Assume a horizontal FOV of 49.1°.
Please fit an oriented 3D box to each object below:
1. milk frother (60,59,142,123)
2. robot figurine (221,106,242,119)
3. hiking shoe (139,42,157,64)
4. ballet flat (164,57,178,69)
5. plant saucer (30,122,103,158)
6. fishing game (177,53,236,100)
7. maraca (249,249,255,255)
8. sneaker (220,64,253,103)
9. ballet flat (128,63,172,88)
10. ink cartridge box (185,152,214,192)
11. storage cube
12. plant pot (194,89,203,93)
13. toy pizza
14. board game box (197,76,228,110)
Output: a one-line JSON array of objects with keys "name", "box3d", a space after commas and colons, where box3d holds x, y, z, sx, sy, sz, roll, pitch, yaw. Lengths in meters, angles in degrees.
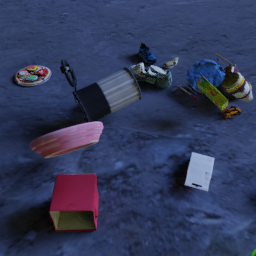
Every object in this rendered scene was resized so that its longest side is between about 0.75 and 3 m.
[{"name": "milk frother", "box3d": [-1.120, -1.804, 10.963, 2.318, 2.464, 2.224, -28, 31, -12]}, {"name": "robot figurine", "box3d": [4.346, -0.662, 11.712, 0.806, 0.235, 0.584, -13, 46, -12]}, {"name": "hiking shoe", "box3d": [1.008, -3.907, 14.729, 0.562, 0.655, 1.511, -23, 49, -22]}, {"name": "ballet flat", "box3d": [2.279, -3.301, 14.398, 1.089, 0.384, 0.355, -33, 79, -26]}, {"name": "plant saucer", "box3d": [-1.851, 0.424, 8.842, 2.327, 2.327, 0.590, -17, 85, -17]}, {"name": "fishing game", "box3d": [3.439, -2.313, 12.533, 2.415, 0.375, 1.729, -45, 58, -6]}, {"name": "maraca", "box3d": [3.948, 3.716, 6.534, 2.469, 1.321, 1.693, 22, 38, -4]}, {"name": "sneaker", "box3d": [4.801, -1.972, 12.630, 1.277, 1.062, 2.834, 44, 26, -12]}, {"name": "ballet flat", "box3d": [0.882, -2.643, 13.288, 2.578, 0.957, 0.957, 15, 46, 15]}, {"name": "ink cartridge box", "box3d": [2.381, 1.524, 9.387, 0.786, 0.363, 1.443, 14, 47, 14]}, {"name": "storage cube", "box3d": [-1.518, 2.161, 8.150, 1.365, 1.167, 1.227, 0, 44, 0]}, {"name": "plant pot", "box3d": [3.528, -2.161, 12.922, 0.986, 0.690, 0.986, 1, 44, -1]}, {"name": "toy pizza", "box3d": [-4.661, -2.634, 13.695, 1.750, 0.277, 1.750, 0, 44, 0]}, {"name": "board game box", "box3d": [3.299, -1.350, 10.952, 0.332, 0.707, 1.393, -42, 70, 7]}]
